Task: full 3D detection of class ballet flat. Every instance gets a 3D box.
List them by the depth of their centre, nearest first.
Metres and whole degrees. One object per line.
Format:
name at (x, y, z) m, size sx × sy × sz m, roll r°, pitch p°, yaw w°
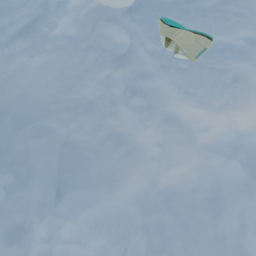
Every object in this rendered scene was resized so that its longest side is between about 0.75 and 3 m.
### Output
ballet flat at (1.018, -1.820, 5.767) m, size 0.672 × 0.672 × 1.935 m, roll -18°, pitch 33°, yaw -7°

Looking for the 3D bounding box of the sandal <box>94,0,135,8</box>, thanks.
sandal at (-0.983, -3.231, 5.703) m, size 2.632 × 0.647 × 1.071 m, roll 25°, pitch 47°, yaw 10°
